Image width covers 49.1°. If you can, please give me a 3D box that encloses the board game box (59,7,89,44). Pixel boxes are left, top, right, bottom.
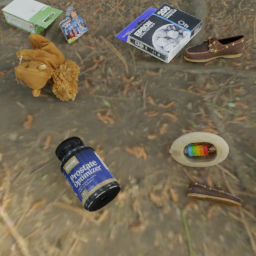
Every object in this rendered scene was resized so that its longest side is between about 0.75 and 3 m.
[{"bbox_3d":[-2.316,-4.292,11.527,0.357,1.157,1.157,23,58,42],"label":"board game box"}]

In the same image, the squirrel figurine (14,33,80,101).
[{"bbox_3d":[-2.676,-1.888,9.489,2.310,1.635,2.156,22,22,-17],"label":"squirrel figurine"}]

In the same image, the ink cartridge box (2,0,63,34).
[{"bbox_3d":[-4.058,-4.797,12.139,2.381,0.706,1.236,25,61,16],"label":"ink cartridge box"}]

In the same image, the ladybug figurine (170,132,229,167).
[{"bbox_3d":[2.118,0.596,8.444,1.718,1.166,0.618,-2,27,17],"label":"ladybug figurine"}]

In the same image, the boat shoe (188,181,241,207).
[{"bbox_3d":[2.452,1.850,7.936,1.478,0.520,0.520,12,61,8],"label":"boat shoe"}]

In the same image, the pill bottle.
[{"bbox_3d":[-1.206,1.242,7.966,1.137,1.137,2.032,-32,63,-19],"label":"pill bottle"}]

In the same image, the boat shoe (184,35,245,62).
[{"bbox_3d":[3.400,-3.208,11.025,2.396,0.843,0.844,-10,50,-6],"label":"boat shoe"}]

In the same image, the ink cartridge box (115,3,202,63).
[{"bbox_3d":[1.293,-4.208,11.846,2.715,0.589,2.690,32,63,20],"label":"ink cartridge box"}]
